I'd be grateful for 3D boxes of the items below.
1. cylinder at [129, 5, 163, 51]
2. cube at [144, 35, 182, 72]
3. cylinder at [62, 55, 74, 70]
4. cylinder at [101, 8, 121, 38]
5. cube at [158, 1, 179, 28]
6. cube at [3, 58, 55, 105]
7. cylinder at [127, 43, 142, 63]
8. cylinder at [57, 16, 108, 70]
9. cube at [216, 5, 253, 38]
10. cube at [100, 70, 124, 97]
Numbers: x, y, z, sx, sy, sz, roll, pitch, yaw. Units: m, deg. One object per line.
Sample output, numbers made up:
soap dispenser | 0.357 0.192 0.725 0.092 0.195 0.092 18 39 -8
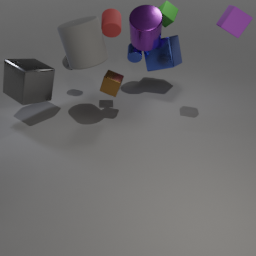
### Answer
cylinder | 0.772 -4.336 12.230 1.400 1.400 1.400 -1 70 3
cube | 1.707 -3.674 13.761 1.400 1.400 1.400 -3 19 30
cylinder | -2.590 -3.138 12.942 0.700 0.700 0.700 -27 1 -37
cylinder | -0.585 -3.697 9.880 0.700 0.700 0.700 -1 64 -1
cube | 1.718 -5.124 12.634 0.700 0.700 0.700 27 -15 -22
cube | -3.994 -1.899 11.279 1.400 1.400 1.400 29 29 28
cylinder | 0.326 -3.620 13.433 0.700 0.700 0.700 1 60 2
cylinder | -1.501 -2.890 9.494 1.400 1.400 1.400 -11 30 6
cube | 3.376 -3.407 8.945 0.700 0.700 0.700 28 26 -10
cube | -0.648 -1.796 11.265 0.700 0.700 0.700 22 37 -2
